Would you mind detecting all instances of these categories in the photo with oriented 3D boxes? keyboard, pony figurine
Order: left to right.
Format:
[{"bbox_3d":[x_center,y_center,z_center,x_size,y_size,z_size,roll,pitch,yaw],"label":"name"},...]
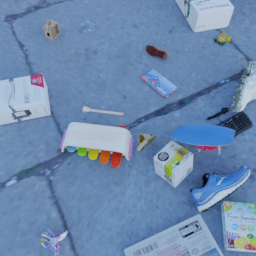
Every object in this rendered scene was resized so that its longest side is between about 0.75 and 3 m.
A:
[{"bbox_3d":[-2.270,3.426,8.551,0.765,0.637,0.738,33,96,15],"label":"pony figurine"},{"bbox_3d":[3.759,-0.166,10.936,2.049,0.211,1.302,-27,62,-16],"label":"keyboard"}]

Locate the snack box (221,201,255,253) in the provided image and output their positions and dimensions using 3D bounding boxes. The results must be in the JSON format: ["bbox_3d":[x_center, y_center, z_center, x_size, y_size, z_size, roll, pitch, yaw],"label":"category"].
[{"bbox_3d":[3.519,3.087,8.803,1.017,0.379,1.430,5,58,3],"label":"snack box"}]

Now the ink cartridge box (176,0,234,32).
[{"bbox_3d":[3.817,-6.260,14.162,1.947,1.124,2.665,-14,59,-8],"label":"ink cartridge box"}]

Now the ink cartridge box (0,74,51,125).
[{"bbox_3d":[-4.312,-1.145,11.117,2.160,0.901,1.569,-12,59,-7],"label":"ink cartridge box"}]

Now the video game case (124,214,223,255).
[{"bbox_3d":[1.569,4.184,8.182,2.674,0.294,2.438,-20,60,-13],"label":"video game case"}]

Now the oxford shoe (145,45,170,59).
[{"bbox_3d":[1.369,-3.518,12.968,1.227,0.432,0.459,33,34,22],"label":"oxford shoe"}]

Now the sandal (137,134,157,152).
[{"bbox_3d":[0.562,0.385,9.931,0.473,0.527,1.437,39,27,11],"label":"sandal"}]

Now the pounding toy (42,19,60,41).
[{"bbox_3d":[-3.771,-4.726,13.250,0.484,1.058,0.929,25,62,15],"label":"pounding toy"}]

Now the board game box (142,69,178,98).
[{"bbox_3d":[1.358,-1.931,12.059,0.752,0.142,1.460,-37,65,-22],"label":"board game box"}]

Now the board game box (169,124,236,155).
[{"bbox_3d":[2.631,0.420,9.864,2.010,0.495,2.544,7,17,25],"label":"board game box"}]

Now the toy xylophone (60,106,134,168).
[{"bbox_3d":[-1.073,0.266,10.369,2.755,0.692,2.017,14,59,9],"label":"toy xylophone"}]

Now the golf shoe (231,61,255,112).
[{"bbox_3d":[5.134,-1.578,11.350,1.330,1.071,2.736,28,63,11],"label":"golf shoe"}]

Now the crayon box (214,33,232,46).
[{"bbox_3d":[4.607,-4.304,13.501,0.769,0.195,0.488,-35,65,-20],"label":"crayon box"}]

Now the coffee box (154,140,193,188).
[{"bbox_3d":[1.543,1.210,9.529,0.966,0.967,0.957,-40,54,-22],"label":"coffee box"}]

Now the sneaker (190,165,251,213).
[{"bbox_3d":[3.064,1.789,9.315,2.294,0.901,1.023,-28,65,-16],"label":"sneaker"}]
